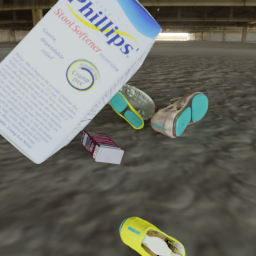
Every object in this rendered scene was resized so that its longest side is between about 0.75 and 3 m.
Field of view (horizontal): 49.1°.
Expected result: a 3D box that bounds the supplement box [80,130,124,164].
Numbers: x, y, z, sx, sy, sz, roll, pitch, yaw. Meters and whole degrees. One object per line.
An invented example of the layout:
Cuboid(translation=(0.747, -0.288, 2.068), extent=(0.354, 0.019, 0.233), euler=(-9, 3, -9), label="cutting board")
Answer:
Cuboid(translation=(-0.587, 0.396, 6.069), extent=(0.573, 0.321, 1.053), euler=(11, 14, -31), label="supplement box")

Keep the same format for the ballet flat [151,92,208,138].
Cuboid(translation=(1.476, -0.504, 8.021), extent=(0.930, 0.941, 2.766), euler=(10, 20, 30), label="ballet flat")

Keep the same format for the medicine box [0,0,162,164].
Cuboid(translation=(-0.976, -0.980, 5.333), extent=(1.454, 2.825, 2.573), euler=(42, -1, -4), label="medicine box")

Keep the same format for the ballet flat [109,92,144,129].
Cuboid(translation=(-0.048, -0.505, 8.058), extent=(1.373, 0.459, 0.460), euler=(48, 10, 9), label="ballet flat")

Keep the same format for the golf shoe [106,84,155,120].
Cuboid(translation=(-0.164, -1.073, 9.289), extent=(2.749, 1.076, 1.337), euler=(22, 25, 27), label="golf shoe")

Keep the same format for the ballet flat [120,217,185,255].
Cuboid(translation=(0.362, 1.292, 2.969), extent=(0.376, 1.121, 0.375), euler=(1, 56, 50), label="ballet flat")
